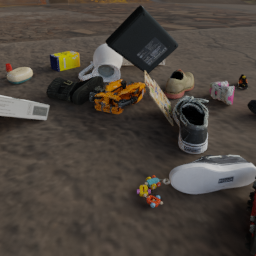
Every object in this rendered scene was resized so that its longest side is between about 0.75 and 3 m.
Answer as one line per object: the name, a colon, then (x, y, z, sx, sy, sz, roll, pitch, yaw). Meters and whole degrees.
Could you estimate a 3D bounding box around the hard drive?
hard drive: (0.602, -3.183, 10.553, 2.517, 1.756, 0.414, 22, 35, -50)

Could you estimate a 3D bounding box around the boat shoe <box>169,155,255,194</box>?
boat shoe: (1.700, 0.863, 5.809, 1.915, 0.687, 0.649, -4, 29, -13)

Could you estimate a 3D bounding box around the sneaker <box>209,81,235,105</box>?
sneaker: (3.200, -1.208, 9.675, 0.694, 0.640, 1.573, 0, 21, 3)

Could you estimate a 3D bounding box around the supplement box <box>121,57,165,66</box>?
supplement box: (0.556, -3.682, 13.798, 2.387, 0.878, 1.504, -1, 29, -2)

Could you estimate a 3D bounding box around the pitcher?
pitcher: (-1.136, -2.688, 11.831, 1.777, 1.256, 2.071, -7, 39, 7)

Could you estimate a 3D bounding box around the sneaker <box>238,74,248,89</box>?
sneaker: (4.494, -1.820, 10.936, 0.310, 0.398, 0.885, 5, 29, 8)

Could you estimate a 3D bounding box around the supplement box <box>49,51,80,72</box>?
supplement box: (-2.923, -3.127, 13.023, 1.211, 0.663, 0.659, -25, 38, -39)

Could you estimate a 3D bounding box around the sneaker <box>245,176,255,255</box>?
sneaker: (2.533, 1.442, 4.780, 0.899, 0.650, 1.840, 11, 33, 19)

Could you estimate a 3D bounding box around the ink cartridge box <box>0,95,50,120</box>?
ink cartridge box: (-3.776, -0.704, 7.726, 2.102, 0.528, 2.422, 14, 3, 22)

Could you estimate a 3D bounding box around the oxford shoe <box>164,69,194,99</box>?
oxford shoe: (2.030, -1.816, 10.482, 0.778, 0.826, 2.209, 13, 31, 22)

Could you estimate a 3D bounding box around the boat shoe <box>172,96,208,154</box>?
boat shoe: (1.744, -0.408, 7.818, 1.012, 0.936, 2.742, 6, 29, 10)

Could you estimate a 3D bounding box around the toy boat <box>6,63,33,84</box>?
toy boat: (-4.567, -2.193, 11.535, 1.307, 0.607, 1.099, 27, 43, 27)

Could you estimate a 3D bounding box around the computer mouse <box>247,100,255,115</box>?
computer mouse: (5.086, -0.435, 8.497, 2.884, 0.491, 0.845, 9, 7, 6)

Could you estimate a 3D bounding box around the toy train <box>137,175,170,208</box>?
toy train: (0.508, 1.277, 5.553, 0.583, 0.216, 0.777, 15, 36, 23)

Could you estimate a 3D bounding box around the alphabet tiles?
alphabet tiles: (0.903, -0.955, 8.292, 0.058, 1.543, 1.290, -28, 30, 22)

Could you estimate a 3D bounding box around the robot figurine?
robot figurine: (-0.288, -1.073, 9.335, 1.588, 0.637, 2.190, 13, 31, 23)

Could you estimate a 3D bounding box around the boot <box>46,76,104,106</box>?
boot: (-1.848, -1.473, 9.997, 1.375, 0.692, 1.839, 15, 33, 26)
